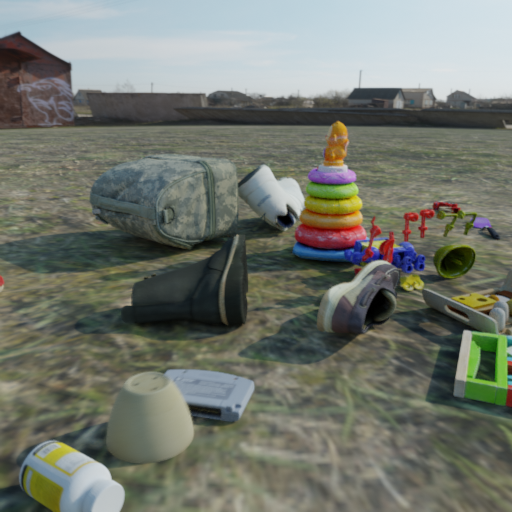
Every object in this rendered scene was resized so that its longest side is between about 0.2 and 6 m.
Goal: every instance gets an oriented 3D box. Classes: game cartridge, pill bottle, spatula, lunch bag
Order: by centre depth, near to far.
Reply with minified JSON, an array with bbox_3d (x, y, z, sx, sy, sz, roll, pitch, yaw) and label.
[{"bbox_3d":[-1.392,1.742,4.257,0.782,0.438,0.438,12,20,33],"label":"pill bottle"},{"bbox_3d":[-0.553,1.419,5.802,0.990,0.200,0.660,5,21,15],"label":"game cartridge"},{"bbox_3d":[-1.921,-1.138,11.504,2.546,1.774,2.135,15,20,41],"label":"lunch bag"},{"bbox_3d":[5.203,-0.613,12.613,0.431,0.157,1.525,5,18,5],"label":"spatula"}]

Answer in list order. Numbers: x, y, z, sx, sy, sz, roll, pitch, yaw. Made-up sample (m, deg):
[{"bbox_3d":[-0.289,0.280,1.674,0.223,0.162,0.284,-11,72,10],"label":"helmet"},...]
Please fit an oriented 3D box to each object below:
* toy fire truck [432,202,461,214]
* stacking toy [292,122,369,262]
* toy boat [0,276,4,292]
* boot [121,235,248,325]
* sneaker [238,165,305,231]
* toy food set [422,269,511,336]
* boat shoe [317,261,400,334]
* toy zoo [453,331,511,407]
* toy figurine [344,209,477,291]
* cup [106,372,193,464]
[{"bbox_3d":[4.973,-1.243,14.635,0.840,0.205,0.593,13,21,37],"label":"toy fire truck"},{"bbox_3d":[1.423,-1.204,10.436,1.386,2.525,1.466,5,18,16],"label":"stacking toy"},{"bbox_3d":[-4.404,0.341,8.503,0.681,0.682,1.043,8,18,24],"label":"toy boat"},{"bbox_3d":[-0.963,0.290,8.435,1.657,0.928,2.395,-4,16,3],"label":"boot"},{"bbox_3d":[0.513,-1.110,12.846,1.121,1.311,3.010,-39,-14,18],"label":"sneaker"},{"bbox_3d":[3.494,0.577,7.916,1.871,0.565,1.342,-8,18,-25],"label":"toy food set"},{"bbox_3d":[1.560,0.609,7.583,0.682,0.757,2.105,21,22,30],"label":"boat shoe"},{"bbox_3d":[3.313,1.314,6.054,2.135,0.218,1.401,7,18,23],"label":"toy zoo"},{"bbox_3d":[2.361,-0.207,9.520,2.438,1.286,1.460,-8,13,-27],"label":"toy figurine"},{"bbox_3d":[-0.981,1.411,5.124,0.796,0.570,0.796,0,17,0],"label":"cup"}]
